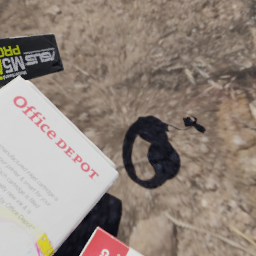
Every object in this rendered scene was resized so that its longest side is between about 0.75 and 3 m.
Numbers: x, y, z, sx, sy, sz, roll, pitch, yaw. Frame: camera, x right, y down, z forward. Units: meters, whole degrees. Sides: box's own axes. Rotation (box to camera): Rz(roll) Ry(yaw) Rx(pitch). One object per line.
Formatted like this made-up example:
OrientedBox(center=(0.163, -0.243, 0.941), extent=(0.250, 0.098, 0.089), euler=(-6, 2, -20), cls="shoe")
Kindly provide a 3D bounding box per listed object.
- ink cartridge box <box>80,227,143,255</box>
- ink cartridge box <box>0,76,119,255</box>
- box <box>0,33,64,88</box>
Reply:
OrientedBox(center=(0.177, 2.234, 3.429), extent=(1.945, 1.403, 0.814), euler=(29, 55, 8), cls="ink cartridge box")
OrientedBox(center=(-1.500, 0.827, 3.153), extent=(1.698, 0.985, 2.301), euler=(46, 62, -5), cls="ink cartridge box")
OrientedBox(center=(-2.870, -0.788, 4.331), extent=(2.909, 2.330, 0.644), euler=(-2, 108, 30), cls="box")
